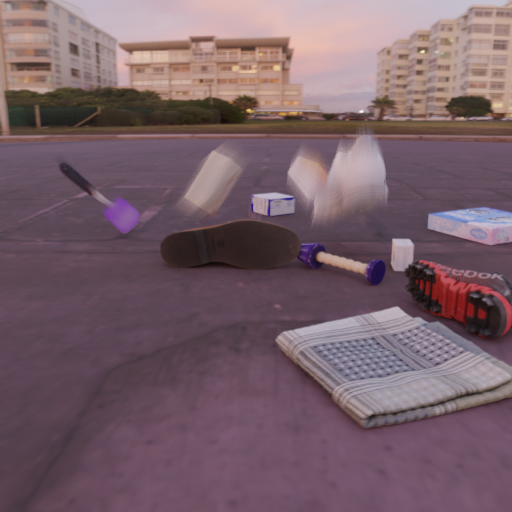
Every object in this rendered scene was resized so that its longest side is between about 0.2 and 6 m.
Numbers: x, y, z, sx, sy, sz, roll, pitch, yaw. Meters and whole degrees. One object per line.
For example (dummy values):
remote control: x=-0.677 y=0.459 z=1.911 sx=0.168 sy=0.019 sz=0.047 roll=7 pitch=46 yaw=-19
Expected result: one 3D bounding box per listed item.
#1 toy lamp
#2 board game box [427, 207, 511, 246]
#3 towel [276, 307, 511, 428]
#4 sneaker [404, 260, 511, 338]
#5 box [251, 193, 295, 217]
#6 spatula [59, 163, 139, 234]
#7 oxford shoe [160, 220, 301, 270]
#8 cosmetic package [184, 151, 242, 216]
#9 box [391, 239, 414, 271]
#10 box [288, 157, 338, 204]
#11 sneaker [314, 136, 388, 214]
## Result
toy lamp: x=1.447 y=0.115 z=10.020 sx=0.509 sy=0.509 sz=1.747 roll=-13 pitch=22 yaw=-40
board game box: x=5.462 y=-0.737 z=13.226 sx=1.927 sy=0.420 sz=1.937 roll=-9 pitch=17 yaw=-26
towel: x=1.593 y=1.147 z=6.394 sx=2.141 sy=0.370 sz=2.061 roll=-5 pitch=16 yaw=-21
sneaker: x=2.994 y=0.538 z=7.989 sx=0.984 sy=0.712 sz=2.013 roll=-8 pitch=19 yaw=-24
box: x=0.459 y=-1.445 z=15.701 sx=0.872 sy=0.498 sz=0.948 roll=-10 pitch=17 yaw=-34
spatula: x=-3.488 y=-1.325 z=12.414 sx=0.613 sy=2.169 sz=0.223 roll=-44 pitch=40 yaw=2
oxford shoe: x=-0.441 y=-0.270 z=10.671 sx=2.607 sy=0.930 sz=0.929 roll=1 pitch=11 yaw=8
cosmetic package: x=-0.875 y=-1.488 z=11.490 sx=0.592 sy=1.146 sz=0.500 roll=33 pitch=1 yaw=37
box: x=2.716 y=-0.017 z=10.423 sx=0.331 sy=0.503 sz=0.506 roll=2 pitch=15 yaw=6
box: x=1.060 y=-1.423 z=10.526 sx=0.523 sy=0.410 sz=0.842 roll=11 pitch=36 yaw=-40
sneaker: x=1.821 y=-1.455 z=11.101 sx=1.035 sy=1.091 sz=2.710 roll=-7 pitch=-6 yaw=-15
